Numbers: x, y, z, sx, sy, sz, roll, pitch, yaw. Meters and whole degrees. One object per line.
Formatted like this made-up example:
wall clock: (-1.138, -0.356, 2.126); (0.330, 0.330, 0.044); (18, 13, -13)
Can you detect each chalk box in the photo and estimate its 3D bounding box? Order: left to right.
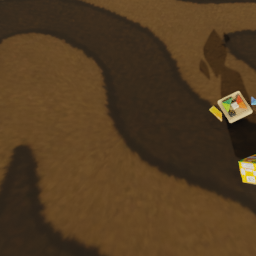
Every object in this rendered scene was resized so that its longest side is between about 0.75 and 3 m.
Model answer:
chalk box: (3.261, 0.956, 6.826); (0.897, 0.558, 0.555); (-16, 95, -26)

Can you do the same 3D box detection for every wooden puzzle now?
wooden puzzle: (2.880, -0.578, 7.582); (1.145, 0.134, 0.773); (-33, 68, 4)
